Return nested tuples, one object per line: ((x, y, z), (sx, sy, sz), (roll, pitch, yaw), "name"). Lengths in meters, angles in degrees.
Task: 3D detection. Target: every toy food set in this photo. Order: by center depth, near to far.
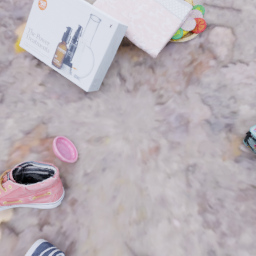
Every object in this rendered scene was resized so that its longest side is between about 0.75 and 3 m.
((1.593, -3.498, 8.882), (1.774, 0.432, 1.756), (-37, 76, -12), "toy food set")

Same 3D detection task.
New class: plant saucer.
((-1.689, 0.595, 7.431), (0.204, 0.807, 0.807), (-36, 73, 23), "plant saucer")

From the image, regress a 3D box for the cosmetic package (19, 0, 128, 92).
((-1.596, -2.562, 7.830), (2.674, 0.691, 2.016), (34, 110, 14), "cosmetic package")

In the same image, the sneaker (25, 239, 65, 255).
((-2.098, 3.437, 6.202), (0.971, 0.627, 1.789), (5, 51, 32), "sneaker")

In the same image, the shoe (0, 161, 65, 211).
((-2.869, 1.366, 6.728), (2.575, 1.171, 0.920), (0, 45, -6), "shoe")

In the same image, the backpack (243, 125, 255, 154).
((3.994, 0.399, 7.128), (1.349, 1.177, 1.535), (-24, 66, -12), "backpack")

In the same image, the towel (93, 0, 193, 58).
((0.476, -3.461, 8.199), (2.298, 0.370, 2.195), (37, 71, 2), "towel")
